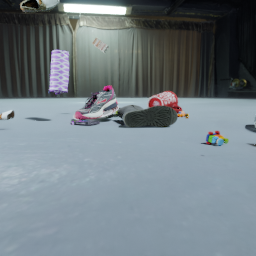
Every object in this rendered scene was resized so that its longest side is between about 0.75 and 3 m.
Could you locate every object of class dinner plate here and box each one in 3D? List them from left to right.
[{"bbox_3d":[-1.564,-0.728,13.882,2.303,0.279,2.303,-11,21,4],"label":"dinner plate"}]

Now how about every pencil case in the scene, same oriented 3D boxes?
[{"bbox_3d":[-3.187,-2.589,13.079,0.864,2.059,0.880,5,0,-10],"label":"pencil case"}]

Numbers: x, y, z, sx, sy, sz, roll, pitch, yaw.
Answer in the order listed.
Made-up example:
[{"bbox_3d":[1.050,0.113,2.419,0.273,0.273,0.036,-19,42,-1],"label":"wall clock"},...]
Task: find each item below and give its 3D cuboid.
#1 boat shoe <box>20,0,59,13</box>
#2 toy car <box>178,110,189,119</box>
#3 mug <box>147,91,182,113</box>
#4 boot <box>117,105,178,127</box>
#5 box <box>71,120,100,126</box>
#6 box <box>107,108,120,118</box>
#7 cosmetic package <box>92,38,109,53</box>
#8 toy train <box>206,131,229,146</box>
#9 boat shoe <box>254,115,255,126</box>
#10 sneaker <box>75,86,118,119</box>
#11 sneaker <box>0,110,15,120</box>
[{"bbox_3d":[-2.591,-3.665,8.275,1.147,0.429,0.392,-18,15,-5],"label":"boat shoe"},{"bbox_3d":[3.109,-0.745,15.153,0.540,0.366,1.101,-4,8,-25],"label":"toy car"},{"bbox_3d":[2.360,-1.587,17.724,1.838,1.382,2.071,3,12,31],"label":"mug"},{"bbox_3d":[0.747,-0.579,12.467,2.407,0.961,2.647,0,3,-3],"label":"boot"},{"bbox_3d":[-1.857,-0.239,12.217,1.035,0.187,0.740,5,9,26],"label":"box"},{"bbox_3d":[-1.355,-0.929,16.035,2.021,0.480,1.952,5,8,35],"label":"box"},{"bbox_3d":[-1.483,-4.477,15.151,0.794,0.410,0.346,34,3,5],"label":"cosmetic package"},{"bbox_3d":[2.675,0.305,8.006,0.838,0.355,0.485,-5,20,-34],"label":"toy train"},{"bbox_3d":[5.374,-0.210,10.771,0.845,0.996,2.736,-44,-4,25],"label":"boat shoe"},{"bbox_3d":[-1.566,-1.155,13.236,1.126,1.042,2.792,2,25,30],"label":"sneaker"},{"bbox_3d":[-6.254,-0.691,14.437,0.522,0.449,1.234,2,9,-2],"label":"sneaker"}]
